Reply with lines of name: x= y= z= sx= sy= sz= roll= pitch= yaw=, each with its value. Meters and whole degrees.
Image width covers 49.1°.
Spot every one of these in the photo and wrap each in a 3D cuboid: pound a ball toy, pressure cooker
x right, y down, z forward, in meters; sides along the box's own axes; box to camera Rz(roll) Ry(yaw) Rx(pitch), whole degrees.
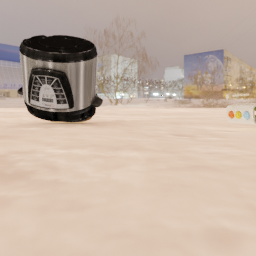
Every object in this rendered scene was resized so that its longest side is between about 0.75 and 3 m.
pound a ball toy: x=3.192 y=-0.565 z=7.893 sx=0.563 sy=0.864 sz=1.326 roll=-12 pitch=8 yaw=-15
pressure cooker: x=-2.306 y=-1.531 z=9.701 sx=2.598 sy=2.909 sz=2.558 roll=-16 pitch=38 yaw=-34

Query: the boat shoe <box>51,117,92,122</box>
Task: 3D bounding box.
boat shoe: x=-2.229 y=-0.537 z=10.915 sx=1.738 sy=0.637 sz=0.545 roll=1 pitch=4 yaw=1
